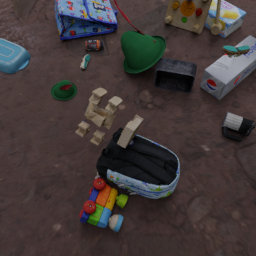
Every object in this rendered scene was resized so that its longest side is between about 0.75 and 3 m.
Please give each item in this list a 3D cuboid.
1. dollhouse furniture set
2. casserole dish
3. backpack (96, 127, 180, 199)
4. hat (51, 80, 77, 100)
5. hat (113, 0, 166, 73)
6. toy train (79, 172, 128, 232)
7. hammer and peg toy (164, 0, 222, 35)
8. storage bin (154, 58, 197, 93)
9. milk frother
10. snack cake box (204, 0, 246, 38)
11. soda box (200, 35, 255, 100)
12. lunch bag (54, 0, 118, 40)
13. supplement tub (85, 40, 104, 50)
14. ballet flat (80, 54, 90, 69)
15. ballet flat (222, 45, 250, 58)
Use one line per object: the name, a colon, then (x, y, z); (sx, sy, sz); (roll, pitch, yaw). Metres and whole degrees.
dollhouse furniture set: (-0.454, -0.221, 7.830); (1.483, 1.362, 0.965); (30, 26, 6)
casserole dish: (-5.205, -3.094, 11.630); (2.341, 0.454, 1.418); (23, 60, 15)
backpack: (0.452, 1.149, 8.299); (2.193, 1.686, 1.789); (9, 45, 22)
hat: (-2.390, -1.679, 10.354); (1.153, 1.015, 0.955); (11, 57, 7)
hat: (0.023, -3.488, 10.556); (1.936, 2.057, 2.337); (-50, 40, -4)
toy train: (-0.518, 1.914, 8.213); (1.190, 0.870, 2.056); (24, 52, -3)
hammer and peg toy: (2.990, -5.156, 12.131); (2.596, 1.910, 0.916); (23, 41, 16)
storage bin: (1.772, -1.976, 10.565); (1.464, 0.990, 0.686); (12, 58, 8)
milk frother: (3.693, -0.120, 9.362); (0.934, 0.993, 0.896); (20, 63, 13)
snack cake box: (4.019, -5.222, 12.824); (1.289, 0.753, 2.241); (-39, 65, -21)
soda box: (4.145, -2.381, 10.857); (2.940, 0.933, 1.004); (-37, 64, -21)
lunch bag: (-1.806, -5.134, 12.677); (2.783, 1.309, 2.095); (-6, 55, -19)
supplement tub: (-1.421, -3.517, 11.922); (0.765, 0.409, 0.409); (-3, 57, -2)
ballet flat: (-1.784, -2.731, 11.506); (0.251, 0.297, 0.787); (-7, 49, 26)
ballet flat: (2.971, -2.111, 7.783); (0.875, 0.316, 0.297); (-9, 52, -18)
